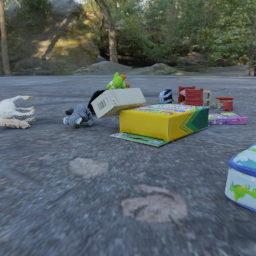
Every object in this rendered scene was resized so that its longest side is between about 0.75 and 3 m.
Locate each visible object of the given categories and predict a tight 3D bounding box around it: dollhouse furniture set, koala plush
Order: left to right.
[{"bbox_3d":[-1.707,-0.331,9.456,0.777,0.805,0.876,6,26,26],"label":"koala plush"},{"bbox_3d":[3.710,-1.363,12.929,2.623,1.067,1.412,-1,13,-5],"label":"dollhouse furniture set"}]

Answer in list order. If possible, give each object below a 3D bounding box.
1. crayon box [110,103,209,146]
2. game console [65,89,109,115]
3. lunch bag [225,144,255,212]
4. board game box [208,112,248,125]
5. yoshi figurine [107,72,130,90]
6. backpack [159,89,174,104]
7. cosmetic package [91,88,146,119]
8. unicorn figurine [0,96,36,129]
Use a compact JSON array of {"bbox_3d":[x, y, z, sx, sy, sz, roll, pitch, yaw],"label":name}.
[{"bbox_3d":[1.056,-0.227,8.766,1.828,0.750,2.907,10,17,39],"label":"crayon box"},{"bbox_3d":[-1.551,-1.182,12.126,1.650,1.092,1.877,7,15,27],"label":"game console"},{"bbox_3d":[2.664,0.770,4.502,1.957,0.807,1.573,-13,21,-41],"label":"lunch bag"},{"bbox_3d":[3.271,-0.359,10.455,1.936,0.313,1.162,-1,9,-4],"label":"board game box"},{"bbox_3d":[-0.286,-1.659,10.336,0.741,0.738,1.318,17,22,16],"label":"yoshi figurine"},{"bbox_3d":[1.936,-1.574,14.631,0.582,0.790,0.866,0,21,38],"label":"backpack"},{"bbox_3d":[-0.268,-0.810,8.924,1.611,0.589,0.834,-12,-15,-48],"label":"cosmetic package"},{"bbox_3d":[-4.238,-0.622,10.100,1.660,0.893,2.418,-9,17,-18],"label":"unicorn figurine"}]
